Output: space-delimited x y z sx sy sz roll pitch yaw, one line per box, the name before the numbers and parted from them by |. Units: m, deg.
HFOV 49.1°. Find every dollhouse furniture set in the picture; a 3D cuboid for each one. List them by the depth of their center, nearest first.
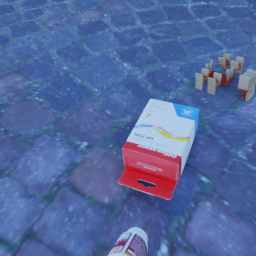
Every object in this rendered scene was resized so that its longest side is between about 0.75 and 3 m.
dollhouse furniture set | 3.616 -1.750 10.130 1.852 0.954 1.832 -36 46 -28

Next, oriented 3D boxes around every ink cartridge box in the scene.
ink cartridge box | 0.871 0.464 7.680 1.539 0.891 2.650 14 49 19

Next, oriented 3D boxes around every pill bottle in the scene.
pill bottle | 0.019 2.409 5.390 0.632 0.632 1.119 18 15 15
